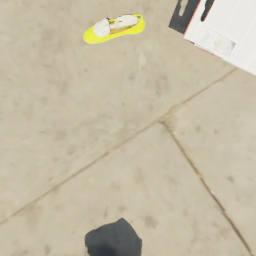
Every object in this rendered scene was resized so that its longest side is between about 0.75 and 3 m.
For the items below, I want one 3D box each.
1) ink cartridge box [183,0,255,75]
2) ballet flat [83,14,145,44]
[{"bbox_3d":[2.265,-2.257,6.051,2.789,0.702,1.520,10,114,-36],"label":"ink cartridge box"},{"bbox_3d":[-0.370,-2.610,7.196,1.658,0.556,0.554,-12,79,-1],"label":"ballet flat"}]
